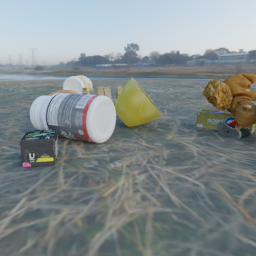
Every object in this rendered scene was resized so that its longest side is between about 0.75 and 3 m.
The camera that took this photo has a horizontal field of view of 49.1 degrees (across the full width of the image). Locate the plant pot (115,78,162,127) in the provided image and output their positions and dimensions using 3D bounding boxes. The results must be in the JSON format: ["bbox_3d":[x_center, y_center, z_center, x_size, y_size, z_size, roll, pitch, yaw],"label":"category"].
[{"bbox_3d":[0.258,-0.862,11.476,1.387,1.954,1.954,-39,10,9],"label":"plant pot"}]

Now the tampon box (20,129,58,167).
[{"bbox_3d":[-2.346,0.514,7.540,0.849,0.715,1.133,-2,13,-10],"label":"tampon box"}]

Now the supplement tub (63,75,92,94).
[{"bbox_3d":[-3.735,-3.113,21.209,1.688,1.688,2.321,2,13,10],"label":"supplement tub"}]

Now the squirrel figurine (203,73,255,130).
[{"bbox_3d":[3.730,-0.897,9.978,2.187,1.548,2.042,12,43,-6],"label":"squirrel figurine"}]

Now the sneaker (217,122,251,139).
[{"bbox_3d":[3.818,0.099,10.181,0.630,0.443,1.186,-1,22,-27],"label":"sneaker"}]

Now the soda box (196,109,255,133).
[{"bbox_3d":[3.851,-0.282,11.088,2.147,0.687,0.727,9,17,34],"label":"soda box"}]

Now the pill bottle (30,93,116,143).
[{"bbox_3d":[-1.924,-0.409,9.679,2.719,1.575,1.575,7,15,28],"label":"pill bottle"}]

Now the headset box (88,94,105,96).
[{"bbox_3d":[-2.641,-1.229,14.630,2.490,0.962,1.853,6,14,16],"label":"headset box"}]

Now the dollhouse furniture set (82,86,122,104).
[{"bbox_3d":[-1.585,-1.766,17.290,2.444,1.267,1.082,-3,-27,-11],"label":"dollhouse furniture set"}]

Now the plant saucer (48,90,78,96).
[{"bbox_3d":[-3.315,-1.161,13.301,2.125,0.343,2.125,-8,44,8],"label":"plant saucer"}]
